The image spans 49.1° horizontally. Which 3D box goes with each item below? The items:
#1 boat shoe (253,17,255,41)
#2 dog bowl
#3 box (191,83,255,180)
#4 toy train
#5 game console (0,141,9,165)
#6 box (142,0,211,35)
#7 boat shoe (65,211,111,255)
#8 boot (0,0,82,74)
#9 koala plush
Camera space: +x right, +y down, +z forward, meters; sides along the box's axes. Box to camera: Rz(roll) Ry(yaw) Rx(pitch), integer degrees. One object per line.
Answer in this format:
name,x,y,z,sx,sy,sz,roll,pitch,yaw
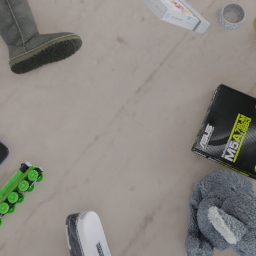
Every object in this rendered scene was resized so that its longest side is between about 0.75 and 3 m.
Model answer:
boat shoe,5.036,-2.486,8.669,2.888,1.058,0.905,38,78,7
dog bowl,3.466,-3.744,9.319,0.926,0.271,0.926,0,79,-1
box,3.332,0.106,8.426,2.185,0.538,2.263,25,80,2
toy train,-3.524,2.062,8.064,0.748,0.553,2.652,38,81,17
game console,-5.116,0.861,7.803,2.129,1.476,2.494,39,82,8
box,1.147,-3.001,7.073,1.663,0.342,1.296,-2,48,-39
boat shoe,-1.075,3.661,7.569,0.947,1.003,2.795,-14,92,30
boot,-3.096,-3.416,8.990,2.602,1.038,2.861,-20,73,-6
koala plush,2.727,2.228,6.865,2.448,2.761,2.537,-1,78,1
